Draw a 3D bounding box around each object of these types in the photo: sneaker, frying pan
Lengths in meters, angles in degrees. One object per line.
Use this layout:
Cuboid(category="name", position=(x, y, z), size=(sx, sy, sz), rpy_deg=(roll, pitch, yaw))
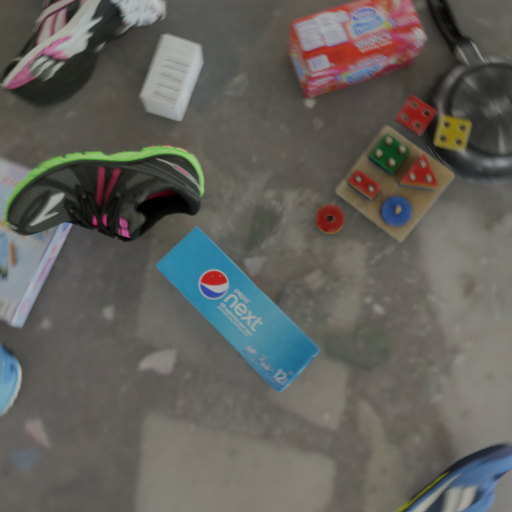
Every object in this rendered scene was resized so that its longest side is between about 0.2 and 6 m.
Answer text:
Cuboid(category="sneaker", position=(-4.816, 2.463, 8.922), size=(0.970, 1.113, 2.475), rpy_deg=(42, 83, 6))
Cuboid(category="sneaker", position=(-2.363, -0.873, 8.912), size=(3.197, 1.227, 1.339), rpy_deg=(-15, 64, -11))
Cuboid(category="frying pan", position=(4.238, -3.301, 10.143), size=(2.415, 0.650, 3.993), rpy_deg=(3, 85, 1))
Cuboid(category="sneaker", position=(-3.451, -3.982, 10.103), size=(1.288, 1.198, 2.982), rpy_deg=(39, 78, 22))
Cuboid(category="sneaker", position=(3.204, 3.882, 8.729), size=(2.447, 0.905, 1.006), rpy_deg=(-40, 68, 0))

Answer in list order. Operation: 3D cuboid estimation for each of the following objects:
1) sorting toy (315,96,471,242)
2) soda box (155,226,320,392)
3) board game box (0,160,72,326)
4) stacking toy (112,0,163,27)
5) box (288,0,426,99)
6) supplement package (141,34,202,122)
Cuboid(category="sorting toy", position=(2.433, -1.345, 9.574), size=(1.471, 0.516, 3.051), rpy_deg=(39, 92, 7))
Cuboid(category="soda box", position=(-0.304, 0.886, 9.278), size=(0.964, 0.912, 2.841), rpy_deg=(-45, 84, -6))
Cuboid(category="board game box", position=(-4.642, -0.419, 9.596), size=(2.506, 0.516, 2.500), rpy_deg=(22, 77, 3))
Cuboid(category="stacking toy", position=(-3.556, -5.480, 10.198), size=(4.041, 0.949, 3.046), rpy_deg=(-6, 72, 9))
Cuboid(category="box", position=(1.737, -3.751, 9.959), size=(2.127, 1.015, 1.060), rpy_deg=(-19, 81, -3))
Cuboid(category="supplement package", position=(-1.503, -3.169, 10.029), size=(0.673, 0.699, 1.229), rpy_deg=(18, 81, 2))
